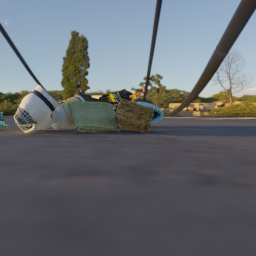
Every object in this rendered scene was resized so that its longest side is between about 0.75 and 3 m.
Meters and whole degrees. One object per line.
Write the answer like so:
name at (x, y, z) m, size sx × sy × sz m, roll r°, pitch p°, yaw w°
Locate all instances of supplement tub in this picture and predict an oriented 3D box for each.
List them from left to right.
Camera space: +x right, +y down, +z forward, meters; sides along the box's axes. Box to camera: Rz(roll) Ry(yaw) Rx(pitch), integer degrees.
supplement tub at (-1.505, -0.382, 7.000) m, size 0.892 × 0.649 × 0.649 m, roll -25°, pitch 16°, yaw -31°

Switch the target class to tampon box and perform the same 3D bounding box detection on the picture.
tampon box at (-0.410, -0.433, 6.796) m, size 0.772 × 0.578 × 0.487 m, roll -28°, pitch -18°, yaw 7°

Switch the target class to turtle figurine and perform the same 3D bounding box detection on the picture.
turtle figurine at (-0.062, -0.444, 7.574) m, size 1.411 × 0.563 × 1.749 m, roll -4°, pitch 44°, yaw 10°

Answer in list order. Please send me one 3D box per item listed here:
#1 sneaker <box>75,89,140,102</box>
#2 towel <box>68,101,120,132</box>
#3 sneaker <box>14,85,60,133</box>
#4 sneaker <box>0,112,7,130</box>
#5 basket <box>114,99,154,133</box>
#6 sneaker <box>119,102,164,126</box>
sneaker at (-0.689, -1.013, 9.602) m, size 2.110 × 1.121 × 0.789 m, roll 24°, pitch 6°, yaw -18°
towel at (-0.721, -0.262, 6.073) m, size 1.097 × 0.814 × 0.200 m, roll 0°, pitch -37°, yaw -32°
sneaker at (-1.961, -0.252, 5.835) m, size 0.751 × 0.792 × 1.967 m, roll 40°, pitch -18°, yaw -3°
sneaker at (-3.152, -0.209, 6.696) m, size 0.420 × 0.494 × 1.083 m, roll 4°, pitch -1°, yaw -37°
basket at (0.108, -0.156, 5.934) m, size 0.779 × 0.556 × 0.581 m, roll 17°, pitch -35°, yaw 1°
sneaker at (0.094, -0.466, 8.550) m, size 2.398 × 0.887 × 0.983 m, roll -9°, pitch 10°, yaw -36°
